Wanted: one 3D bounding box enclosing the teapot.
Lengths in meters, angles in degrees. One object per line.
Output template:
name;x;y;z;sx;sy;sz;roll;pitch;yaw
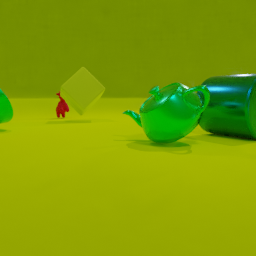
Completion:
teapot;0.677;-0.331;5.169;1.942;0.951;1.207;-20;24;46

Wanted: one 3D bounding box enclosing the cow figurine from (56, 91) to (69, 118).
cow figurine;-2.587;-0.946;10.952;0.488;0.875;0.890;0;-31;-36

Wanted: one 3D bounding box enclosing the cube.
cube;-1.584;-1.240;9.663;1.057;1.057;1.057;-47;4;-16

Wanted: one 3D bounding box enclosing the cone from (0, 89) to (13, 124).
cone;-3.787;-0.277;6.616;1.431;1.431;1.436;3;39;27

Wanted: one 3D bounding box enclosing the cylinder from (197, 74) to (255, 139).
cylinder;2.341;-0.471;6.006;1.310;1.310;1.310;-5;8;-35
